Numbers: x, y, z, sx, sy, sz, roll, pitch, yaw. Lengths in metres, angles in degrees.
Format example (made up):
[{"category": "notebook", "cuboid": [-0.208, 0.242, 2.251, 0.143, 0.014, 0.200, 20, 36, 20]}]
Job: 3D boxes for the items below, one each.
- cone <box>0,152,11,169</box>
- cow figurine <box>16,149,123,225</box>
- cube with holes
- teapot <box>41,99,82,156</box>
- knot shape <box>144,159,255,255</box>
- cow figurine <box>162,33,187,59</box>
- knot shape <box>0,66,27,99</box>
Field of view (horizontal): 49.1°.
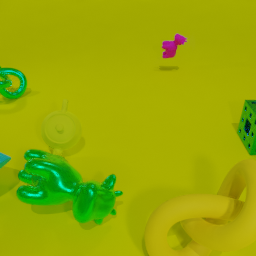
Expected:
[{"category": "cone", "cuboid": [-2.941, 0.416, 4.838, 1.235, 1.240, 1.235, -37, 4, 3]}, {"category": "cow figurine", "cuboid": [-0.984, 0.947, 4.688, 1.587, 0.885, 1.613, 17, 4, -22]}, {"category": "cube with holes", "cuboid": [3.145, -0.024, 6.309, 0.914, 0.914, 0.914, 0, 33, 0]}, {"category": "teapot", "cuboid": [-1.405, 0.075, 5.850, 0.861, 1.385, 0.678, 9, -8, -7]}, {"category": "knot shape", "cuboid": [1.056, 1.276, 3.808, 1.767, 1.889, 0.873, -26, 65, -8]}, {"category": "cow figurine", "cuboid": [1.621, -2.838, 9.782, 0.864, 0.878, 0.482, 1, 45, 10]}, {"category": "knot shape", "cuboid": [-3.739, -1.414, 8.094, 1.441, 0.666, 1.348, 45, 29, -10]}]
